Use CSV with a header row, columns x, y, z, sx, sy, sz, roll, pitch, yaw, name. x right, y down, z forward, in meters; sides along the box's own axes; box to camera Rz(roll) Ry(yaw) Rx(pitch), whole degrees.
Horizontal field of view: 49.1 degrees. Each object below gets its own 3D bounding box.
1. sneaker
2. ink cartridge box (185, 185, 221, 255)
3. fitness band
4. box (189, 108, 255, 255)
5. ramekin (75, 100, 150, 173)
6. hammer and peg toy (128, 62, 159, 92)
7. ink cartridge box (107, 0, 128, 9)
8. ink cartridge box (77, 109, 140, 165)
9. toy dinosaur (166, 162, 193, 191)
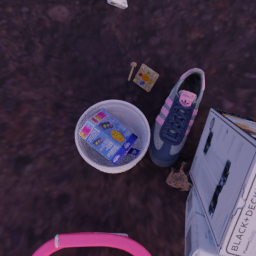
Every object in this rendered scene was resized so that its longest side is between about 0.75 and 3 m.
x,y,z,sx,sy,sz,roll,pitch,yaw,name
1.148,-0.338,6.532,0.878,1.027,2.503,20,65,4,sneaker
2.455,2.142,4.921,2.873,2.300,0.679,17,105,8,ink cartridge box
-0.698,3.006,5.317,2.673,0.500,1.920,1,70,-3,fitness band
1.910,0.741,4.922,0.862,2.868,1.673,15,103,1,box
-0.338,0.262,6.435,1.640,0.861,1.640,0,67,0,ramekin
0.370,-1.358,7.307,0.770,0.566,0.272,37,28,13,hammer and peg toy
-0.357,-3.843,7.981,0.176,0.808,0.701,-13,91,34,ink cartridge box
-0.337,0.232,6.136,1.274,0.869,0.486,40,117,1,ink cartridge box
1.004,1.094,5.898,0.378,0.880,0.596,47,56,-5,toy dinosaur
